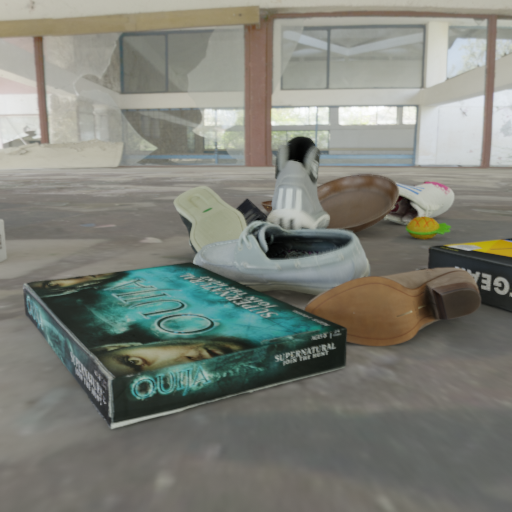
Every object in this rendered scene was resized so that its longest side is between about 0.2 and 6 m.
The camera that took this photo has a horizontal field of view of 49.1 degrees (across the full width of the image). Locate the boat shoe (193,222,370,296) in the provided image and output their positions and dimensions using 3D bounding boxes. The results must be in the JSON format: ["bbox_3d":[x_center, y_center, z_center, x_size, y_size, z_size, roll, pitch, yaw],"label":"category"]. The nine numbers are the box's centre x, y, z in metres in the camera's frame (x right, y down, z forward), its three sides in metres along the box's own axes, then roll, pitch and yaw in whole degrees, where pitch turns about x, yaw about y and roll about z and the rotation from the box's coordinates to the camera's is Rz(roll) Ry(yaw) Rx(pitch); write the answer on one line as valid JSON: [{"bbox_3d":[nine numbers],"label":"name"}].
[{"bbox_3d":[0.207,-0.056,6.672,2.276,0.810,0.794,3,42,26],"label":"boat shoe"}]

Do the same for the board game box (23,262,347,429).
[{"bbox_3d":[-0.856,0.593,5.168,1.959,0.408,2.897,-7,13,-32],"label":"board game box"}]

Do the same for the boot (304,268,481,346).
[{"bbox_3d":[1.344,0.452,5.673,1.812,0.637,1.325,-3,3,0],"label":"boot"}]

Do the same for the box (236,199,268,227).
[{"bbox_3d":[0.002,-0.567,9.824,0.641,0.383,0.652,39,14,-37],"label":"box"}]

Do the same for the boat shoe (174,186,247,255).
[{"bbox_3d":[-0.600,-0.290,8.535,0.859,0.809,2.393,-23,32,-9],"label":"boat shoe"}]

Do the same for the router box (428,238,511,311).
[{"bbox_3d":[3.351,0.250,6.492,1.612,0.552,2.161,-6,13,-28],"label":"router box"}]

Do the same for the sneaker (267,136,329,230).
[{"bbox_3d":[0.847,-1.295,10.058,1.044,1.607,2.782,5,7,7],"label":"sneaker"}]

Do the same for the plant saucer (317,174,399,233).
[{"bbox_3d":[1.881,-1.027,11.581,2.165,0.347,2.165,-15,31,10],"label":"plant saucer"}]

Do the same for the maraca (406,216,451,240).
[{"bbox_3d":[3.298,-0.530,10.755,0.820,0.439,0.562,3,30,23],"label":"maraca"}]

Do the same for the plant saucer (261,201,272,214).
[{"bbox_3d":[0.991,-1.239,14.638,1.748,0.320,1.748,1,11,0],"label":"plant saucer"}]

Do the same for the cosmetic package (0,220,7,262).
[{"bbox_3d":[-4.549,-0.204,8.534,1.241,0.668,0.527,0,11,-5],"label":"cosmetic package"}]

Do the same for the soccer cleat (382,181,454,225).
[{"bbox_3d":[3.662,-1.108,12.910,2.861,0.999,1.235,0,37,-30],"label":"soccer cleat"}]
